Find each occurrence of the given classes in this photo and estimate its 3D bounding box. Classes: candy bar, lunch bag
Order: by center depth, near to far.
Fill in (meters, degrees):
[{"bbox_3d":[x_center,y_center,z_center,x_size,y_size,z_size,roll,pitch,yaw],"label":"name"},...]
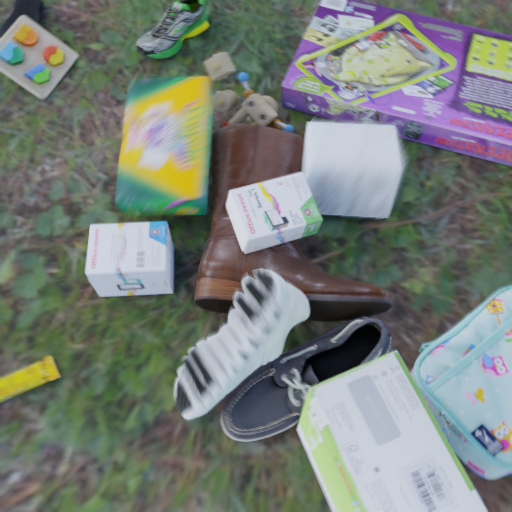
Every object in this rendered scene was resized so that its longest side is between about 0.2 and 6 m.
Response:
[{"bbox_3d":[3.409,1.684,7.823,2.467,0.951,1.979,-34,68,-16],"label":"lunch bag"},{"bbox_3d":[-3.666,1.942,8.128,1.571,0.174,0.392,-25,62,-12],"label":"candy bar"}]

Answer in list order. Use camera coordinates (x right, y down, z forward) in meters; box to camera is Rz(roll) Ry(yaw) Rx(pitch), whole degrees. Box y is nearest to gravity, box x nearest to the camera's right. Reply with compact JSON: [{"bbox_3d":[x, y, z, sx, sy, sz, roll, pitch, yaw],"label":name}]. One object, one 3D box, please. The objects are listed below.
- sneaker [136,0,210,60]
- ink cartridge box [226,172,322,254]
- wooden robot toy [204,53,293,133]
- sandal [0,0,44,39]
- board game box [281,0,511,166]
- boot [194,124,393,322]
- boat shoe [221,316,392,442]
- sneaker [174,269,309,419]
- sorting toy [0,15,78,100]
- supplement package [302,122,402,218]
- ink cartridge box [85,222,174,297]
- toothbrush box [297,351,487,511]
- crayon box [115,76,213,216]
[{"bbox_3d":[-1.705,-4.629,11.172,0.726,0.793,1.861,36,69,17],"label":"sneaker"},{"bbox_3d":[0.251,-0.640,8.286,1.185,0.498,0.858,-16,71,-13],"label":"ink cartridge box"},{"bbox_3d":[-0.068,-2.652,10.219,2.239,0.986,1.016,48,28,-4],"label":"wooden robot toy"},{"bbox_3d":[-4.694,-4.710,11.460,0.743,0.473,1.976,-2,50,0],"label":"sandal"},{"bbox_3d":[3.041,-3.438,10.668,4.571,0.738,2.743,18,60,9],"label":"board game box"},{"bbox_3d":[0.625,-0.700,8.886,3.073,1.059,3.297,5,66,5],"label":"boot"},{"bbox_3d":[0.663,1.643,7.776,2.721,0.853,0.989,-29,70,-4],"label":"boat shoe"},{"bbox_3d":[-0.199,1.314,7.523,2.401,0.973,0.902,-51,43,15],"label":"sneaker"},{"bbox_3d":[-4.265,-3.831,10.740,1.244,0.245,1.344,34,63,-18],"label":"sorting toy"},{"bbox_3d":[1.515,-1.412,9.245,1.450,1.092,1.100,3,51,1],"label":"supplement package"},{"bbox_3d":[-1.928,0.061,8.704,1.188,0.867,0.871,-2,63,-1],"label":"ink cartridge box"},{"bbox_3d":[1.373,2.460,6.511,1.100,2.556,1.861,-21,64,-10],"label":"toothbrush box"},{"bbox_3d":[-1.452,-1.785,9.136,1.330,0.653,2.240,-1,72,6],"label":"crayon box"}]
